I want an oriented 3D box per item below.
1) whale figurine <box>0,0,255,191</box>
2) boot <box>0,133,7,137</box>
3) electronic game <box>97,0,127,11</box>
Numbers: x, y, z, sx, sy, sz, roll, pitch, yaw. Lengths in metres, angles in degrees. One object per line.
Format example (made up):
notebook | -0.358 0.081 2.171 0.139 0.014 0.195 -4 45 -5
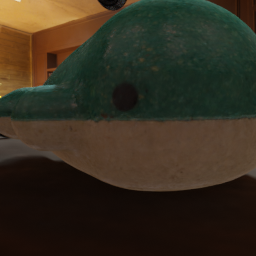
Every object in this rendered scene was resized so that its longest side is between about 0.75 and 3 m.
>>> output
whale figurine | -0.123 -0.332 2.546 2.648 1.374 2.106 4 6 33
boot | -1.818 0.076 4.929 0.756 0.248 0.623 9 11 37
electronic game | -0.476 -3.674 7.074 1.334 1.334 0.278 5 32 45
